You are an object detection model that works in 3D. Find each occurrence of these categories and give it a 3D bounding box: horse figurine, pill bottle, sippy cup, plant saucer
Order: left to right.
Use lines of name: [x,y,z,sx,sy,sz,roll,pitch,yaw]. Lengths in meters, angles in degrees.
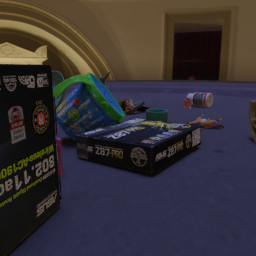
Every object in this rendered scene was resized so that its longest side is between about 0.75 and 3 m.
plant saucer: [-3.418,-1.391,12.191,2.238,2.238,0.402,10,-12,40]
sippy cup: [-1.192,-0.493,8.100,1.564,2.134,1.676,-37,15,8]
pill bottle: [3.989,-1.596,15.625,1.319,0.789,0.789,11,16,42]
horse figurine: [2.867,-0.204,10.228,0.812,0.306,1.225,-23,29,-33]

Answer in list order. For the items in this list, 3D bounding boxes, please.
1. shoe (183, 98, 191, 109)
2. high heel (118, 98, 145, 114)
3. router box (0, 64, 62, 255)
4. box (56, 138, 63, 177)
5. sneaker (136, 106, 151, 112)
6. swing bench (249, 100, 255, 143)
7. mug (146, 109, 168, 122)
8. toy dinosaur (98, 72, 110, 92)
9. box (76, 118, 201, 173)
shoe: [3.203,-1.347,15.062,0.417,0.531,1.168,2,12,8]
high heel: [-0.189,-1.008,13.664,1.725,0.616,1.230,0,24,42]
router box: [-1.841,0.426,2.948,0.902,2.175,2.903,3,13,16]
box: [-2.279,0.506,5.875,1.425,0.783,1.620,-6,13,-27]
sneaker: [0.690,-0.965,13.859,0.973,0.292,0.507,4,8,2]
swing bench: [4.656,-0.085,7.579,2.019,1.317,2.030,0,7,1]
mug: [1.065,-0.369,10.362,0.807,0.608,0.983,1,12,7]
toy dinosaur: [-1.324,-1.366,11.871,1.112,2.889,1.477,20,-19,36]
box: [0.374,0.312,7.099,2.146,0.654,2.663,5,13,36]
